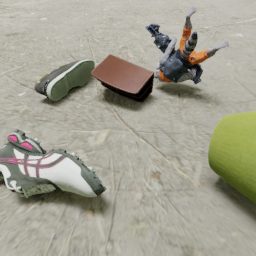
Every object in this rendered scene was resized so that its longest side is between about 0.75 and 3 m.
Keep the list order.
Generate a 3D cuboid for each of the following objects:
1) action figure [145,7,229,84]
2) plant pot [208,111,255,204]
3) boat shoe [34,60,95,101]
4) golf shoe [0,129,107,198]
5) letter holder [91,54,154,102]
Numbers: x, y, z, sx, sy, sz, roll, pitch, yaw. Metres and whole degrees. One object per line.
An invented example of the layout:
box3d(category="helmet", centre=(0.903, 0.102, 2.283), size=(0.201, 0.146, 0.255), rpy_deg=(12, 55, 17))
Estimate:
box3d(category="action figure", centre=(1.496, -2.493, 8.984), size=(2.662, 2.575, 1.392), rpy_deg=(41, 50, 2))
box3d(category="plant pot", centre=(3.016, 0.636, 5.209), size=(2.694, 2.521, 2.521), rpy_deg=(16, 36, 41))
box3d(category="boat shoe", centre=(-2.105, -1.810, 9.719), size=(0.781, 0.925, 2.593), rpy_deg=(18, 37, 22))
box3d(category="golf shoe", centre=(-1.708, 1.010, 5.798), size=(2.782, 1.074, 1.225), rpy_deg=(15, 57, 31))
box3d(category="letter holder", centre=(-0.209, -1.468, 9.142), size=(1.737, 0.873, 1.234), rpy_deg=(26, 56, 19))
